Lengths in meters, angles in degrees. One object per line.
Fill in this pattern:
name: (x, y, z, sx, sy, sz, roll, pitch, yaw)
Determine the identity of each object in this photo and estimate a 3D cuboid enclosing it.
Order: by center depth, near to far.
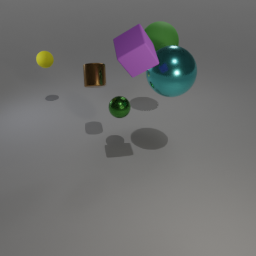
cube: (0.176, -1.702, 6.222, 0.700, 0.700, 0.700, -25, 53, 19)
ball: (1.193, -1.552, 7.730, 1.400, 1.400, 1.400, 0, 30, 0)
ball: (-0.264, -0.655, 8.803, 0.700, 0.700, 0.700, 0, 30, 0)
cylinder: (-1.048, -1.648, 8.839, 0.700, 0.700, 0.700, -3, 4, 0)
ball: (1.155, -3.161, 10.266, 1.400, 1.400, 1.400, 0, 30, 0)
ball: (-3.484, -2.877, 11.767, 0.700, 0.700, 0.700, 0, 30, 0)
